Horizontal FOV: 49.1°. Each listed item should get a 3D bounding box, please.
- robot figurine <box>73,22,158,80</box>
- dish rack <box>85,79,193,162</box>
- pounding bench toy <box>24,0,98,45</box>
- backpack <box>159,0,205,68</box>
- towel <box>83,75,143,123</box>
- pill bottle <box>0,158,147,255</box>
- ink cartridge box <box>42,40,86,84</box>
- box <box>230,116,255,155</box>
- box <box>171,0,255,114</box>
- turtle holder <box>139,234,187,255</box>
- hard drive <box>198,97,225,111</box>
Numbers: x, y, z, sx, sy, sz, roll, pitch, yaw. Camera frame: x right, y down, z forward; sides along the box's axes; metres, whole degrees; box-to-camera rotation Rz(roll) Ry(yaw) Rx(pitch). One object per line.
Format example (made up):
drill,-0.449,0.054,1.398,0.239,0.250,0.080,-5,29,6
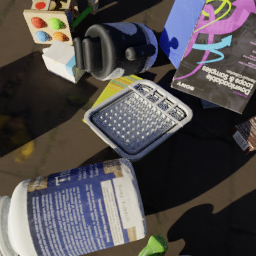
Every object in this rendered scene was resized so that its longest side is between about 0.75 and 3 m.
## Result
robot figurine,-0.270,-2.043,7.310,2.249,1.403,1.689,-17,65,-33
dish rack,0.259,-0.197,6.917,2.213,0.482,1.899,-34,58,-26
pounding bench toy,-1.888,-3.339,8.383,1.894,1.177,1.478,3,63,2
backpack,2.678,-2.578,7.454,2.865,2.328,2.404,-26,76,-25
towel,-0.376,-0.765,7.681,0.833,0.175,1.936,25,67,16
pill bottle,-1.251,1.697,5.590,2.996,1.663,1.663,-12,64,-6
ink cartridge box,-1.802,-1.905,7.920,1.107,0.712,0.693,27,66,12
box,3.409,0.039,7.069,1.412,0.529,0.707,-24,66,-13
box,2.109,-1.649,5.814,1.686,2.358,0.426,21,25,2
turtle holder,0.949,3.036,5.237,1.306,1.839,1.397,-24,107,-25
hard drive,2.524,-0.927,7.723,1.202,0.198,0.839,-7,64,-3
